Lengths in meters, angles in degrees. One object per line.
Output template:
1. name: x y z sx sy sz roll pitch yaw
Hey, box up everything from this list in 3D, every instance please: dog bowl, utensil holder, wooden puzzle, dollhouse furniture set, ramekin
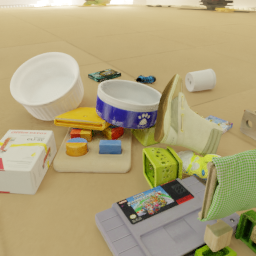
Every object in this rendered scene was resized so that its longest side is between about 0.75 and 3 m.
1. dog bowl: 0.025 -0.850 9.418 2.176 0.857 2.176 9 27 -5
2. utensil holder: 3.401 -2.226 13.169 1.130 0.960 0.960 -11 32 -14
3. wooden puzzle: -1.011 0.451 8.872 2.242 0.560 2.421 1 30 1
4. dollhouse furniture set: 5.133 -0.809 9.086 1.779 2.524 1.769 -15 33 -24
5. dollhouse furniture set: 2.220 1.654 4.859 1.610 2.458 1.234 -13 30 -25
6. ramekin: -2.973 -1.546 10.751 2.626 1.280 2.626 -5 57 7

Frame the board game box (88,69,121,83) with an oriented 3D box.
1. board game box: -1.238 -2.806 14.903 1.484 0.209 1.004 -22 37 -33

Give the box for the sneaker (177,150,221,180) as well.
1. sneaker: 2.002 1.170 7.659 0.704 0.977 1.859 -52 24 -18

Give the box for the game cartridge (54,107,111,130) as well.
1. game cartridge: -1.306 -0.380 9.939 1.804 0.332 2.046 6 15 16

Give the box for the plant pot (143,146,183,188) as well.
1. plant pot: 0.934 1.057 7.419 0.842 0.928 0.923 -11 32 -15

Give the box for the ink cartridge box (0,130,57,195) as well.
1. ink cartridge box: -3.010 0.865 7.881 1.424 0.818 1.962 2 30 3

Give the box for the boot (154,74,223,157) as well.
1. boot: 1.805 -0.359 8.102 1.822 0.849 2.357 20 57 -8

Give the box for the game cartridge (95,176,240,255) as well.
1. game cartridge: 0.877 2.048 6.206 2.814 0.540 1.824 -15 37 -25

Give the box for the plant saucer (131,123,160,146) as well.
1. plant saucer: 1.046 -0.247 10.160 2.026 0.485 2.023 -12 32 -20

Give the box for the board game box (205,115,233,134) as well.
1. board game box: 3.162 -0.097 10.186 0.928 0.201 0.923 26 40 37

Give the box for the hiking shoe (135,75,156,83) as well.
1. hiking shoe: 0.901 -2.399 14.080 1.083 0.403 0.470 9 35 35
